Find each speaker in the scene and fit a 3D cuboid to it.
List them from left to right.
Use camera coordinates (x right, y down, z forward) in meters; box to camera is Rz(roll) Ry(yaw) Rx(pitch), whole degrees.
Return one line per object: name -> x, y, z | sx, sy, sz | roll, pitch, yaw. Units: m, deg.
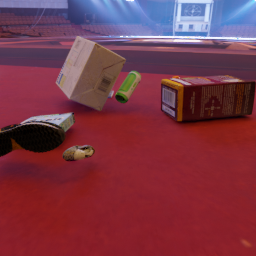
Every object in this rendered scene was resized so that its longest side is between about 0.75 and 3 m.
speaker -> 0.013, -1.461, 9.975 | 0.540, 0.540, 1.220 | 13, 58, 30

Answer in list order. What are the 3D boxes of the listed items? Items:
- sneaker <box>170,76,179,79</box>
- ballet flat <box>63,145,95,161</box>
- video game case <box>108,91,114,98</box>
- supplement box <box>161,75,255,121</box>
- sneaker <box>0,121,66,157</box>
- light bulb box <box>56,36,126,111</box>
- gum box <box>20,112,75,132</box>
sneaker -> 1.878, -1.299, 10.736 | 0.544, 0.661, 1.436 | -9, 50, 33
ballet flat -> -1.006, 0.537, 6.039 | 0.332, 0.332, 0.924 | 11, 9, 25
video game case -> -1.072, -1.440, 11.912 | 0.847, 0.109, 0.932 | 2, 21, 3
supplement box -> 2.635, -1.059, 9.462 | 2.726, 1.167, 1.504 | -5, 19, -13
sneaker -> -2.125, 0.111, 5.985 | 1.869, 0.653, 0.841 | -9, 22, 15
light bulb box -> -1.454, -2.051, 10.306 | 1.319, 2.094, 2.113 | 21, 12, -33
gum box -> -2.308, -0.050, 7.763 | 1.317, 0.345, 1.550 | -6, 16, 6
